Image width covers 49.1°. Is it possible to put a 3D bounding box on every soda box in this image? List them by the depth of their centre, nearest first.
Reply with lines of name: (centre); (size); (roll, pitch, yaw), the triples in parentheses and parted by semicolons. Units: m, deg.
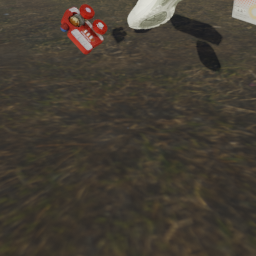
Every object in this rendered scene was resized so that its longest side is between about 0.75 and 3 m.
soda box: (3.357, -2.290, 5.254); (0.848, 0.912, 2.667); (-40, 55, -18)

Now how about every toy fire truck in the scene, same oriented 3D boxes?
toy fire truck: (-0.911, -1.936, 5.486); (0.916, 0.513, 0.769); (48, 46, -7)

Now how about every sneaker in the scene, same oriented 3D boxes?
sneaker: (0.703, -3.111, 6.302); (0.860, 1.097, 2.207); (-9, -12, -40)
